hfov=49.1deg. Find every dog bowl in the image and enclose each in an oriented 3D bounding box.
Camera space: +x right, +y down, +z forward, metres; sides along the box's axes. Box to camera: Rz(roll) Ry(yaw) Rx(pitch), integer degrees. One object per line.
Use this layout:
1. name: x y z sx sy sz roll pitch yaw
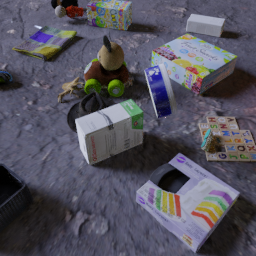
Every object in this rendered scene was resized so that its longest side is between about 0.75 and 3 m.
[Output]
1. dog bowl: 0.902 -1.015 7.755 0.561 1.424 1.424 -15 45 6

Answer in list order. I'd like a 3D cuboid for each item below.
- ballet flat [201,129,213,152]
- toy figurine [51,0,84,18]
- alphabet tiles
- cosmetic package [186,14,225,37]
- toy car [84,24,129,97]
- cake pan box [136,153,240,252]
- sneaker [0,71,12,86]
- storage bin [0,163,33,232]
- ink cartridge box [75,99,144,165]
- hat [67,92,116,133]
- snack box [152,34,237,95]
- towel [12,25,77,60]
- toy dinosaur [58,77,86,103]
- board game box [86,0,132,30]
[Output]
1. ballet flat: 2.700 0.426 9.411 0.292 0.316 0.938 36 54 -4
2. toy figurine: -3.568 -7.703 16.189 1.637 2.316 2.353 -7 44 -18
3. alphabet tiles: 3.436 0.325 9.706 1.742 0.079 2.083 0 45 1
4. cosmetic package: 4.218 -5.586 15.237 1.876 0.694 0.953 16 47 18
5. toy car: -0.890 -2.769 11.184 1.867 2.367 1.944 2 45 2
6. cake pan box: 1.607 1.900 7.786 2.018 0.573 2.191 -33 54 -32
7. sneaker: -5.765 -2.055 11.725 1.684 0.597 0.698 1 38 -3
8. storage bin: -3.679 2.021 7.435 1.275 0.884 1.887 28 52 25
9. ink cartridge box: -0.557 0.125 8.928 1.992 1.454 0.837 -21 49 -20
10. hat: -1.299 -0.743 10.239 2.122 0.856 2.122 -1 45 1
11. snack box: 2.847 -2.913 12.326 2.387 0.958 2.831 -31 54 -26
12. towel: -4.181 -4.427 14.305 2.109 0.334 2.936 19 48 19
13. toy dinosaur: -2.194 -1.722 11.450 0.933 0.537 1.846 15 47 16
14. board game box: -1.005 -6.374 15.649 2.261 1.186 1.165 11 47 13
